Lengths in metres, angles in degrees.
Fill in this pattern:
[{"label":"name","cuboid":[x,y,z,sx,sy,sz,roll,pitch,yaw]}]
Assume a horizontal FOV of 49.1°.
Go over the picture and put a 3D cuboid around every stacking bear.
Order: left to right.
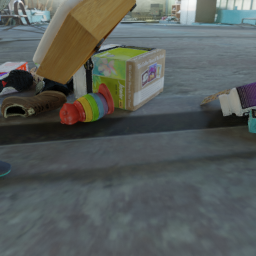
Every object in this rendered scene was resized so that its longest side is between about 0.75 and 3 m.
[{"label":"stacking bear","cuboid":[-1.420,-0.643,9.207,1.731,1.051,0.984,-23,73,-28]}]

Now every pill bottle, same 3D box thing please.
[{"label":"pill bottle","cuboid":[4.037,-0.968,9.401,1.783,0.993,0.993,-15,21,18]}]

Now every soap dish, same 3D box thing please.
[{"label":"soap dish","cuboid":[-1.126,-2.441,7.106,2.779,1.129,2.186,-29,23,55]}]

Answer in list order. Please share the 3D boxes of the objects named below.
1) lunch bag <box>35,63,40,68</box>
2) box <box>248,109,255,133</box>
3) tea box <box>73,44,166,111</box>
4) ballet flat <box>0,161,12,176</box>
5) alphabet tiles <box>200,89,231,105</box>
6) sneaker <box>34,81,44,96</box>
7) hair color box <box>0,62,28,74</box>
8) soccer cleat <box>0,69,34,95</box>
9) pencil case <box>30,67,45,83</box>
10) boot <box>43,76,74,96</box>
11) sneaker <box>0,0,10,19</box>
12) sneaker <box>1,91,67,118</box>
[{"label":"lunch bag","cuboid":[-2.918,-2.532,10.742,1.115,0.460,0.896,-27,67,-33]},{"label":"box","cuboid":[4.781,-0.100,8.491,2.043,0.502,0.841,9,26,18]},{"label":"tea box","cuboid":[-0.280,-2.191,11.330,2.768,1.880,2.813,13,28,26]},{"label":"ballet flat","cuboid":[-3.661,0.875,6.223,1.937,0.708,0.708,-9,26,-19]},{"label":"alphabet tiles","cuboid":[3.390,-1.220,10.799,1.113,0.042,0.930,-22,11,33]},{"label":"sneaker","cuboid":[-3.514,-1.614,11.452,0.314,0.826,0.596,33,27,4]},{"label":"hair color box","cuboid":[-5.875,-2.729,13.910,1.148,0.692,2.261,0,26,1]},{"label":"soccer cleat","cuboid":[-5.322,-1.860,11.852,1.056,0.984,2.886,3,23,31]},{"label":"pencil case","cuboid":[-3.992,-2.375,13.106,0.815,0.709,1.823,-31,37,-26]},{"label":"boot","cuboid":[-2.607,-1.680,11.667,1.868,0.713,1.569,-7,28,-19]},{"label":"sneaker","cuboid":[-4.287,-3.621,8.463,0.697,0.771,1.809,2,67,25]},{"label":"sneaker","cuboid":[-3.242,-0.698,9.751,2.223,0.783,0.840,-8,42,-6]}]
